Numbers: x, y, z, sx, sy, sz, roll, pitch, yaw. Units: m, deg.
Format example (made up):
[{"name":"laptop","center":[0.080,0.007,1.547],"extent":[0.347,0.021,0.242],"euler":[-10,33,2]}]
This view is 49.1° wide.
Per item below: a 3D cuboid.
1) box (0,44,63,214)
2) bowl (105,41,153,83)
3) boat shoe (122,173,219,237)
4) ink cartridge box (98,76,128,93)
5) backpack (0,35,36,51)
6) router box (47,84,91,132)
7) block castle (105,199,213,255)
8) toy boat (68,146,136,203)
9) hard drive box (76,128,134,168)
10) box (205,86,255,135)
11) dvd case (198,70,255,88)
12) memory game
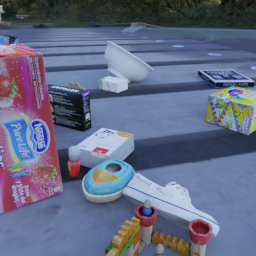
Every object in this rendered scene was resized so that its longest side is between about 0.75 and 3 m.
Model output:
[{"name":"box","center":[-2.286,-0.044,5.440],"extent":[1.388,2.906,1.449],"euler":[-16,28,-27]},{"name":"bowl","center":[-0.164,-2.987,13.551],"extent":[2.624,1.179,2.624],"euler":[30,8,-5]},{"name":"boat shoe","center":[0.784,1.286,5.049],"extent":[1.880,0.667,0.656],"euler":[14,62,40]},{"name":"ink cartridge box","center":[-0.671,-2.001,12.797],"extent":[1.121,0.471,0.812],"euler":[16,29,31]},{"name":"backpack","center":[-3.765,-1.173,8.445],"extent":[2.165,2.811,2.677],"euler":[4,46,-11]},{"name":"router box","center":[-1.964,-0.655,8.869],"extent":[1.654,1.234,0.422],"euler":[13,27,25]},{"name":"block castle","center":[0.337,1.835,3.756],"extent":[1.246,0.875,1.865],"euler":[11,27,24]},{"name":"toy boat","center":[-0.672,0.912,5.891],"extent":[1.538,0.715,1.293],"euler":[19,30,24]},{"name":"hard drive box","center":[-0.563,0.528,7.131],"extent":[1.009,0.497,1.295],"euler":[11,26,24]},{"name":"box","center":[3.650,-0.629,9.164],"extent":[1.561,0.952,1.503],"euler":[-22,33,-39]},{"name":"dvd case","center":[4.880,-2.536,14.188],"extent":[1.955,0.322,2.601],"euler":[-2,25,-4]},{"name":"memory game","center":[-1.652,-0.853,9.064],"extent":[1.309,1.309,0.083],"euler":[18,30,35]}]
